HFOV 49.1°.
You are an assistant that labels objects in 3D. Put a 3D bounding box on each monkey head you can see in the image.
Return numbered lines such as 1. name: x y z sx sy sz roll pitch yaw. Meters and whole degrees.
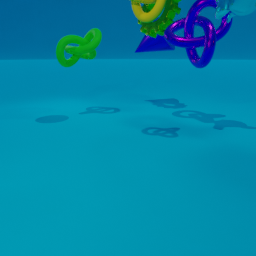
1. monkey head: 2.594 -2.968 6.587 1.018 1.215 1.689 23 -15 -15

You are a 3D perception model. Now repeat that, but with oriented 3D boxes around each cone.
1. cone: 0.901 -3.509 11.570 1.526 1.520 1.520 -26 3 26

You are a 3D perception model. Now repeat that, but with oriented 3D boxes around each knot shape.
1. knot shape: 1.964 -2.875 8.368 1.861 1.989 0.919 22 10 35
2. knot shape: 0.371 -2.729 5.748 1.224 1.145 0.566 -21 -14 -1
3. knot shape: -1.734 -2.674 9.515 1.615 0.797 1.726 -30 3 -35

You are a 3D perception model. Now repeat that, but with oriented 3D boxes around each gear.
1. gear: 1.085 -4.183 9.936 0.343 1.857 1.857 9 7 -39
